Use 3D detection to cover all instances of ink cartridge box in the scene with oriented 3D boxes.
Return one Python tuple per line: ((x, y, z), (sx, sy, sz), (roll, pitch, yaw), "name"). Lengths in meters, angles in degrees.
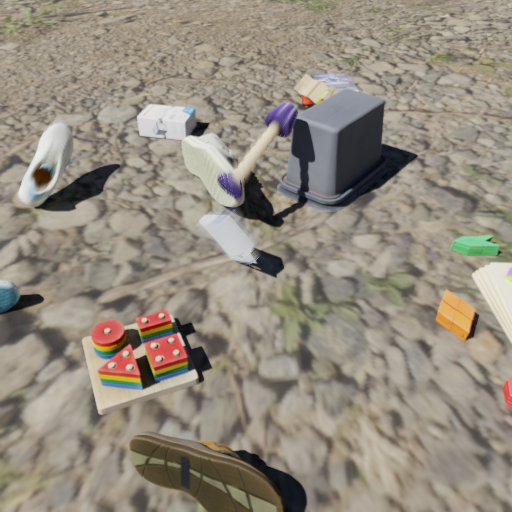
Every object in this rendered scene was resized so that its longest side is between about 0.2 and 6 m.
((-2.066, -3.129, 13.074), (1.154, 0.496, 0.845), (7, 38, 10), "ink cartridge box")
((-0.400, -0.274, 8.785), (0.179, 0.883, 0.881), (-47, 24, -18), "ink cartridge box")

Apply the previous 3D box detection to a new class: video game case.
((2.160, -4.697, 15.392), (1.047, 0.139, 1.466), (-4, 37, -5), "video game case")

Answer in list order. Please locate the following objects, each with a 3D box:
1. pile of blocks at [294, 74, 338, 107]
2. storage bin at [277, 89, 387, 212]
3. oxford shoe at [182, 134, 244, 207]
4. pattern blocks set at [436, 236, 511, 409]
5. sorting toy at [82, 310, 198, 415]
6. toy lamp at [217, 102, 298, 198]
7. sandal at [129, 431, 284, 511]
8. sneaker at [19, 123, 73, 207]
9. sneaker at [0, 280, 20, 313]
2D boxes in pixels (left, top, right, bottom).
((1.594, -3.917, 14.118), (0.676, 0.893, 2.174), (-48, 32, 9), "pile of blocks")
((1.510, -2.235, 11.056), (1.722, 1.589, 2.366), (26, 44, 30), "storage bin")
((-0.714, -1.751, 10.801), (0.782, 1.019, 2.709), (-14, 31, -18), "oxford shoe")
((4.376, 0.811, 8.165), (3.421, 0.315, 3.892), (-8, 38, -10), "pattern blocks set")
((-1.587, 1.281, 7.443), (1.294, 0.453, 1.302), (-15, 41, -18), "sorting toy")
((0.063, -1.864, 9.580), (0.553, 0.553, 1.900), (28, 70, 31), "toy lamp")
((-0.522, 2.330, 6.056), (1.859, 0.759, 0.507), (11, 17, 25), "sandal")
((-3.860, -1.774, 10.562), (0.667, 0.705, 1.745), (25, 66, -28), "sneaker")
((-4.422, 0.398, 8.411), (1.705, 0.678, 1.113), (-7, 40, -11), "sneaker")
